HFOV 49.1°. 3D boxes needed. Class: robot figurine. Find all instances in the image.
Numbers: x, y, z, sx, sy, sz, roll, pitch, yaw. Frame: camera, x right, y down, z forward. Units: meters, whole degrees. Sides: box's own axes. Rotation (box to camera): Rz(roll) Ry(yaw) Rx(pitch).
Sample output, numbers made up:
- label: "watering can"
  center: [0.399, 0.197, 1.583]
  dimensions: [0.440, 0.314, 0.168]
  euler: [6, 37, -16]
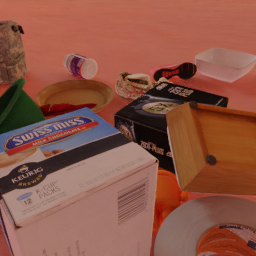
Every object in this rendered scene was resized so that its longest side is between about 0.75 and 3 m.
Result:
- label: "robot figurine"
  center: [0.616, 1.266, 5.138]
  dimensions: [0.715, 0.882, 1.226]
  euler: [36, 29, -16]

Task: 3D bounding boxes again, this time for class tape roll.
- label: "tape roll"
  center: [1.497, 2.053, 3.848]
  dimensions: [2.343, 0.774, 2.343]
  euler: [1, 32, 0]

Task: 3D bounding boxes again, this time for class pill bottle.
- label: "pill bottle"
  center: [-1.875, -2.419, 10.805]
  dimensions: [1.372, 0.771, 0.771]
  euler: [26, 41, 35]

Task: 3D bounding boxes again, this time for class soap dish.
- label: "soap dish"
  center: [1.819, 0.367, 5.074]
  dimensions: [2.080, 0.845, 1.636]
  euler: [7, 51, -15]

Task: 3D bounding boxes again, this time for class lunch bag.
- label: "lunch bag"
  center: [-5.062, -2.828, 10.214]
  dimensions: [2.480, 2.080, 1.728]
  euler: [1, 33, 1]

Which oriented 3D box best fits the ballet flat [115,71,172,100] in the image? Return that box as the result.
- label: "ballet flat"
  center: [0.770, -1.226, 8.871]
  dimensions: [2.686, 0.858, 1.016]
  euler: [13, 41, 19]

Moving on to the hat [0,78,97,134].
- label: "hat"
  center: [-2.456, 0.023, 7.448]
  dimensions: [2.402, 2.114, 1.990]
  euler: [-34, 36, 27]

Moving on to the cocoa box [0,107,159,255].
- label: "cocoa box"
  center: [-0.738, 1.210, 3.676]
  dimensions: [1.575, 2.361, 1.549]
  euler: [-21, 37, -30]

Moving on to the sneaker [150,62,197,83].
- label: "sneaker"
  center: [1.700, -2.238, 10.608]
  dimensions: [1.854, 0.683, 0.804]
  euler: [-10, 33, -14]

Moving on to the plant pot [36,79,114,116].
- label: "plant pot"
  center: [-1.658, -0.941, 8.923]
  dimensions: [2.426, 0.333, 2.426]
  euler: [-1, 33, 0]

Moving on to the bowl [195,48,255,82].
- label: "bowl"
  center: [3.753, -2.435, 10.862]
  dimensions: [1.985, 0.742, 1.988]
  euler: [26, 42, 34]

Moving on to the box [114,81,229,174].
- label: "box"
  center: [1.123, -0.144, 7.022]
  dimensions: [1.950, 1.025, 2.381]
  euler: [21, 38, 30]
